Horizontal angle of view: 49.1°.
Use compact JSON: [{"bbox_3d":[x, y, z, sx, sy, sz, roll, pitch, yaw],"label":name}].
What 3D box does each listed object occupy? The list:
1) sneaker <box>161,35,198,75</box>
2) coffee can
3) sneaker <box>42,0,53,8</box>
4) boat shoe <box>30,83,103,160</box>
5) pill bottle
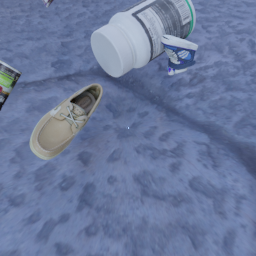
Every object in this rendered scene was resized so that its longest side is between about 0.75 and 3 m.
[{"bbox_3d":[1.281,-1.915,7.705,1.413,1.034,0.569,-5,38,-43],"label":"sneaker"},{"bbox_3d":[-2.224,-0.747,4.710,0.554,0.554,0.758,28,88,23],"label":"coffee can"},{"bbox_3d":[-3.000,-4.810,10.178,0.507,0.557,1.261,-54,17,2],"label":"sneaker"},{"bbox_3d":[-1.193,-0.239,5.794,0.772,0.695,2.139,44,46,-9],"label":"boat shoe"},{"bbox_3d":[0.457,-2.801,8.222,2.912,1.647,1.647,-37,57,-22],"label":"pill bottle"}]
